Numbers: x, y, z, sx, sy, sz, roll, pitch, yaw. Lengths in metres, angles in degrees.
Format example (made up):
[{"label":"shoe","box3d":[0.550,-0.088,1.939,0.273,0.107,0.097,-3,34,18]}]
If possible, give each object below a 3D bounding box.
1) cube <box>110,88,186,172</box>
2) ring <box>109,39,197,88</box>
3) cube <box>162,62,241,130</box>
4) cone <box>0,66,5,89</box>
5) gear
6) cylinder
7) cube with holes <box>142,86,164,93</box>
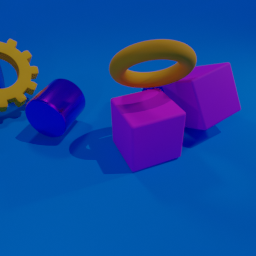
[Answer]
[{"label":"cube","box3d":[0.404,0.003,6.235,1.216,1.216,1.216,-15,38,-18]},{"label":"ring","box3d":[0.500,-1.258,5.747,1.782,1.782,0.356,-4,78,-6]},{"label":"cube","box3d":[1.787,-0.791,6.911,1.216,1.216,1.216,-27,17,-21]},{"label":"cone","box3d":[-4.518,-1.575,8.409,1.224,1.220,1.220,-12,37,-12]},{"label":"gear","box3d":[-3.495,-1.468,7.473,2.053,0.380,2.053,9,69,-26]},{"label":"cylinder","box3d":[-1.755,-0.502,6.890,1.079,1.079,1.079,12,40,15]},{"label":"cube with holes","box3d":[0.801,-0.815,7.814,0.720,0.720,0.720,10,37,13]}]
